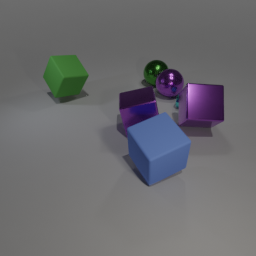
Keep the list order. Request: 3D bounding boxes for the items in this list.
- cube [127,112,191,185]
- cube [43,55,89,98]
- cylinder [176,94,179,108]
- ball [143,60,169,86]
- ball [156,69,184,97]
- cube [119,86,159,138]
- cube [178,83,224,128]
[{"bbox_3d":[0.916,0.635,8.698,1.400,1.400,1.400,-23,52,-16],"label":"cube"},{"bbox_3d":[-2.981,-2.482,13.367,1.400,1.400,1.400,-16,65,-41],"label":"cube"},{"bbox_3d":[2.658,-1.234,13.002,0.700,0.700,0.700,16,35,24],"label":"cylinder"},{"bbox_3d":[1.530,-2.962,15.112,1.400,1.400,1.400,0,32,0],"label":"ball"},{"bbox_3d":[2.071,-2.229,13.893,1.400,1.400,1.400,0,32,0],"label":"ball"},{"bbox_3d":[0.477,-0.639,11.125,1.400,1.400,1.400,-12,31,6],"label":"cube"},{"bbox_3d":[2.811,-0.836,10.920,1.400,1.400,1.400,3,-10,-2],"label":"cube"}]
